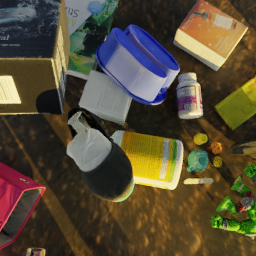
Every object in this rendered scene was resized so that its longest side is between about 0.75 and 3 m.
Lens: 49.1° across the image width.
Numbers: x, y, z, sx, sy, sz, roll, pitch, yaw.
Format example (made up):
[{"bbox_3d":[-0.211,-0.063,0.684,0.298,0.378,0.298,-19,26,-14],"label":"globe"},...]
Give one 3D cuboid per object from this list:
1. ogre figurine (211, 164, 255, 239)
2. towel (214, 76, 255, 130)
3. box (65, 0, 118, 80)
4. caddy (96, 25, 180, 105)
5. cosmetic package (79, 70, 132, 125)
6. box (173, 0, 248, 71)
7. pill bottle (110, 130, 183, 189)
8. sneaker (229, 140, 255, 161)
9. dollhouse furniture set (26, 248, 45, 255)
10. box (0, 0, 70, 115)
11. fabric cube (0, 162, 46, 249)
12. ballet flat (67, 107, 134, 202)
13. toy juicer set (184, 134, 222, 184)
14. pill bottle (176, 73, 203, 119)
[{"bbox_3d":[3.437,2.230,8.061,1.252,1.025,2.088,35,70,18],"label":"ogre figurine"},{"bbox_3d":[3.952,-0.954,9.024,2.259,0.204,0.972,-36,81,-6],"label":"towel"},{"bbox_3d":[-1.751,-3.219,9.256,2.121,0.534,2.939,16,81,3],"label":"box"},{"bbox_3d":[0.245,-1.850,8.442,2.596,1.362,1.835,46,41,8],"label":"caddy"},{"bbox_3d":[-0.615,-0.894,8.536,1.366,1.127,1.126,18,80,3],"label":"cosmetic package"},{"bbox_3d":[2.593,-2.973,9.004,1.770,0.941,1.347,34,82,6],"label":"box"},{"bbox_3d":[0.175,0.847,8.073,2.565,1.425,1.425,10,80,2],"label":"pill bottle"},{"bbox_3d":[4.018,0.760,8.499,1.859,0.706,0.844,-3,87,2],"label":"sneaker"},{"bbox_3d":[-1.809,4.282,7.385,2.231,1.583,1.768,4,80,1],"label":"dollhouse furniture set"},{"bbox_3d":[-2.584,-1.657,5.837,2.484,1.483,2.525,-1,52,-5],"label":"box"},{"bbox_3d":[-3.739,2.010,7.684,1.855,1.826,1.861,28,82,6],"label":"fabric cube"},{"bbox_3d":[-0.808,0.352,5.758,0.998,2.936,1.004,-41,122,0],"label":"ballet flat"},{"bbox_3d":[2.326,1.073,8.589,1.057,0.452,1.662,24,76,-13],"label":"toy juicer set"},{"bbox_3d":[1.903,-1.001,8.758,0.750,0.750,1.335,-2,80,0],"label":"pill bottle"}]
